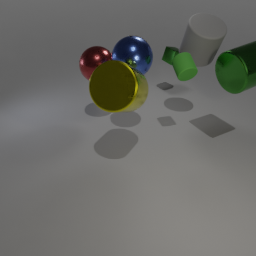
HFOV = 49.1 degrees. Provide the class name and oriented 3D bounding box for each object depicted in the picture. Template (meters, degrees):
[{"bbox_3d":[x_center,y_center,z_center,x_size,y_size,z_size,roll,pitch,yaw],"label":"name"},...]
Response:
[{"bbox_3d":[0.141,-2.373,9.435,1.400,1.400,1.400,0,31,0],"label":"ball"},{"bbox_3d":[3.830,-1.978,9.086,1.400,1.400,1.400,-22,36,-18],"label":"cylinder"},{"bbox_3d":[1.912,-2.071,9.488,0.700,0.700,0.700,-9,63,-15],"label":"cylinder"},{"bbox_3d":[2.229,-3.564,13.847,0.700,0.700,0.700,-10,39,-40],"label":"cube"},{"bbox_3d":[2.746,-3.261,10.428,1.400,1.400,1.400,3,58,-6],"label":"cylinder"},{"bbox_3d":[-1.186,-2.453,10.853,1.400,1.400,1.400,0,31,0],"label":"ball"},{"bbox_3d":[-0.223,-1.153,8.118,1.400,1.400,1.400,9,6,15],"label":"cylinder"}]
